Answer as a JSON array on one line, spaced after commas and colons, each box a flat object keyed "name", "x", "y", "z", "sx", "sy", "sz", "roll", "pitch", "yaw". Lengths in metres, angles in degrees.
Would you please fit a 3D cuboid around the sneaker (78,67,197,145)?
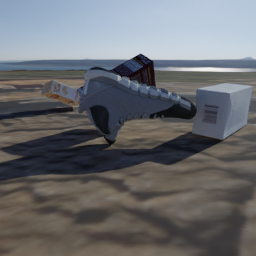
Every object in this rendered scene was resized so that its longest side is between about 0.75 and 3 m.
[{"name": "sneaker", "x": 0.135, "y": -0.280, "z": 6.845, "sx": 2.843, "sy": 1.642, "sz": 1.067, "roll": 19, "pitch": 0, "yaw": -3}]

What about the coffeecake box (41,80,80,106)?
[{"name": "coffeecake box", "x": -2.642, "y": -1.391, "z": 11.440, "sx": 1.449, "sy": 0.529, "sz": 1.112, "roll": 19, "pitch": -12, "yaw": -32}]

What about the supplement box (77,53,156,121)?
[{"name": "supplement box", "x": -0.246, "y": -1.102, "z": 8.286, "sx": 2.269, "sy": 1.235, "sz": 0.691, "roll": -33, "pitch": 51, "yaw": -16}]

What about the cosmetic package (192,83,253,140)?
[{"name": "cosmetic package", "x": 2.747, "y": -0.561, "z": 7.982, "sx": 0.915, "sy": 1.273, "sz": 2.256, "roll": 14, "pitch": 17, "yaw": 34}]
